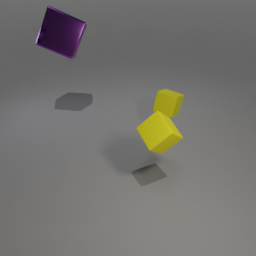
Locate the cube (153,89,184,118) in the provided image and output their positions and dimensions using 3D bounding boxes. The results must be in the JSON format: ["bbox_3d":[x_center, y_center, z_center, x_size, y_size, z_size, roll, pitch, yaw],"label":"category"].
[{"bbox_3d":[1.330,-0.828,9.245,0.700,0.700,0.700,22,22,24],"label":"cube"}]

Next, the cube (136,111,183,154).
[{"bbox_3d":[0.768,0.124,6.803,0.700,0.700,0.700,22,33,-56],"label":"cube"}]

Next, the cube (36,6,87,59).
[{"bbox_3d":[-2.454,-3.543,10.511,1.400,1.400,1.400,20,15,-13],"label":"cube"}]
